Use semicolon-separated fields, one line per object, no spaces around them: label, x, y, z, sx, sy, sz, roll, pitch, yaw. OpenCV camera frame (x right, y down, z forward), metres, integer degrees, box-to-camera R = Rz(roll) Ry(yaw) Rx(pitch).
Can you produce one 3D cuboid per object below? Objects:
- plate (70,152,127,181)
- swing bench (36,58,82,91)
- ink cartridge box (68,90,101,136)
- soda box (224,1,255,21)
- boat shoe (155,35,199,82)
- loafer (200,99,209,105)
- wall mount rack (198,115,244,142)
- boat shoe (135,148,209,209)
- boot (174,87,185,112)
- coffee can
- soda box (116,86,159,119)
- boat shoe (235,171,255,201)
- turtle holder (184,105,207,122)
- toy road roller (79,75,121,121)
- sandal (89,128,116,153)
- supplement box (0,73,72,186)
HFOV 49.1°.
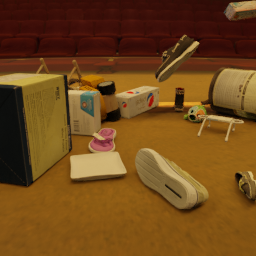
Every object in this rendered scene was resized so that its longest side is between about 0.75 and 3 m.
plate;-0.859;1.069;7.726;1.427;0.231;1.431;-5;19;-11
swing bench;-3.447;-2.229;14.910;2.511;2.525;1.638;9;62;29
ink cartridge box;-2.190;-0.620;10.678;2.144;1.555;0.897;4;18;11
soda box;4.363;-4.449;10.602;1.401;0.445;0.479;-16;66;-24
boat shoe;1.998;-3.118;12.292;0.893;1.093;2.959;40;66;10
loafer;4.319;-1.444;15.173;0.870;0.309;0.318;-6;19;-16
wall mount rack;3.388;-0.043;10.572;1.712;0.638;1.487;10;17;29
boat shoe;0.949;1.201;6.752;0.702;0.815;2.264;9;19;-33
boot;2.577;-1.490;14.064;0.530;1.092;1.450;4;19;11
coffee can;5.382;-1.494;12.415;2.112;2.112;2.886;-16;24;-39
soda box;0.459;-1.324;13.698;0.940;1.006;2.954;12;22;32
boat shoe;2.782;1.351;6.579;0.376;0.449;1.257;4;13;12
turtle holder;2.866;-0.613;12.060;0.947;0.719;0.672;22;44;37
toy road roller;-1.715;-1.194;12.417;1.994;1.679;2.732;-22;27;-24
sandal;-0.855;0.315;9.519;0.874;0.528;2.149;0;18;0
supplement box;-2.910;-0.155;7.789;1.675;2.494;2.492;5;19;14
